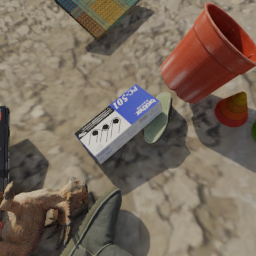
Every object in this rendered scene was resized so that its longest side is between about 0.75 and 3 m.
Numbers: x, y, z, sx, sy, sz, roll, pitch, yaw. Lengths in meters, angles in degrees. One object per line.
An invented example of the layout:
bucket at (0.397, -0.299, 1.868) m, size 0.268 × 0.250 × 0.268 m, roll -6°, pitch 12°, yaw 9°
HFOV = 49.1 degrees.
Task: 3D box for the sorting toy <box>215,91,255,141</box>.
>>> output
sorting toy at (3.729, -0.152, 7.294) m, size 2.878 × 0.991 × 0.998 m, roll 33°, pitch 67°, yaw 16°

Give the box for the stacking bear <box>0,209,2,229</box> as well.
stacking bear at (-3.011, 1.557, 5.749) m, size 0.683 × 0.729 × 1.201 m, roll -3°, pitch 45°, yaw -31°

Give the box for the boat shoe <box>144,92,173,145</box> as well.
boat shoe at (0.883, -0.202, 7.572) m, size 0.570 × 0.482 × 1.599 m, roll 6°, pitch 61°, yaw 28°

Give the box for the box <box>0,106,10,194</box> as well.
box at (-4.260, 0.601, 6.508) m, size 2.788 × 0.685 × 2.247 m, roll 0°, pitch 75°, yaw -18°

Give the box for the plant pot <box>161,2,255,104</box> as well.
plant pot at (1.966, -1.736, 7.139) m, size 1.952 × 1.899 × 1.952 m, roll 24°, pitch 44°, yaw -26°

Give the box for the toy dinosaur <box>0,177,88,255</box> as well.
toy dinosaur at (-2.275, 2.216, 6.064) m, size 2.983 × 1.280 × 2.022 m, roll -48°, pitch 113°, yaw -1°

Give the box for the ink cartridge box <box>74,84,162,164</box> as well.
ink cartridge box at (-0.236, -0.153, 7.316) m, size 2.155 × 0.476 × 1.013 m, roll -40°, pitch 54°, yaw -12°

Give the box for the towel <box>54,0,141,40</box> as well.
towel at (-0.874, -4.292, 9.242) m, size 1.898 × 0.281 × 2.588 m, roll 42°, pitch 69°, yaw -5°

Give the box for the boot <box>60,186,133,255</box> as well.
boot at (0.033, 2.756, 5.875) m, size 2.453 × 0.890 × 2.230 m, roll 29°, pitch 81°, yaw 21°
